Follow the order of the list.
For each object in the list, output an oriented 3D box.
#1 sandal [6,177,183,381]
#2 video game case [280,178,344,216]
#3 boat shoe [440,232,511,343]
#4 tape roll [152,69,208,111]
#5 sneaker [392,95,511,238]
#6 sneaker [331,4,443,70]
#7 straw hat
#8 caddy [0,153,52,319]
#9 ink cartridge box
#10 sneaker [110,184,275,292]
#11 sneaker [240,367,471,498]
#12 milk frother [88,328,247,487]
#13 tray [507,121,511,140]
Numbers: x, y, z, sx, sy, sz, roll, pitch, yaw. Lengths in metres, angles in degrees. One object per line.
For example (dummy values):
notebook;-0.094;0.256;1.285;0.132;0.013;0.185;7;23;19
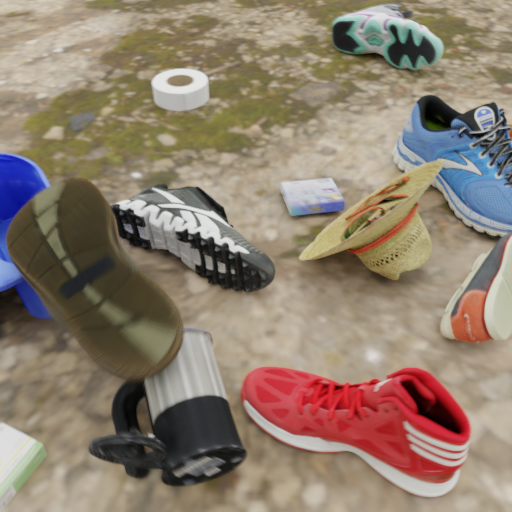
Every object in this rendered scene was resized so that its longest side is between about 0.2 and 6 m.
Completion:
sandal;-1.920;0.266;6.747;1.363;0.910;3.335;-35;57;-20
video game case;0.955;-1.022;9.646;0.930;0.211;0.843;-6;35;-7
boat shoe;3.281;0.389;7.809;0.746;0.849;2.386;-16;20;44
tape roll;-1.677;-3.709;12.482;1.238;0.433;1.238;0;42;0
sneaker;3.727;-1.595;9.347;1.392;1.580;3.545;-25;49;-24
sneaker;3.618;-5.739;14.151;2.961;1.151;2.071;29;51;27
straw hat;1.943;-0.261;8.128;2.605;2.605;1.102;-40;97;-35
caddy;-3.891;-0.304;7.860;2.284;1.696;3.231;-24;48;-22
ink cartridge box;-3.052;2.242;6.153;1.171;0.281;0.852;19;46;17
sneaker;-0.820;-0.452;8.550;2.909;0.967;1.316;22;50;25
sneaker;1.044;1.495;6.043;2.570;1.484;1.007;16;44;15
milk frother;-0.997;1.525;5.881;1.407;1.559;1.466;-18;53;-6
tray;5.519;-1.750;10.375;2.302;0.426;1.135;35;52;31
